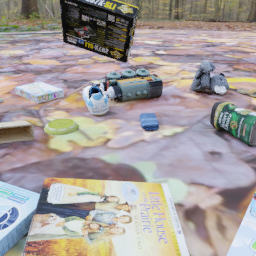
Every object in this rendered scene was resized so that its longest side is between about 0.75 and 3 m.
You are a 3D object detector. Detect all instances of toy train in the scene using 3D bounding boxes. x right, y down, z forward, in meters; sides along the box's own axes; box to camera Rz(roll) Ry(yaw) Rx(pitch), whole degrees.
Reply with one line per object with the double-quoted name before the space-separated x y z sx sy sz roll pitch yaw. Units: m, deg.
"toy train" 0.235 -2.010 13.408 2.970 1.266 1.693 -11 36 -23

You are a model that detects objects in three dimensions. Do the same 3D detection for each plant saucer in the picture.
"plant saucer" -2.436 -0.091 10.265 1.257 0.195 1.257 1 24 0

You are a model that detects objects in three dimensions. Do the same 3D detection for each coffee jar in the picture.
"coffee jar" 3.694 -0.227 9.561 0.841 1.028 1.971 -11 25 -24

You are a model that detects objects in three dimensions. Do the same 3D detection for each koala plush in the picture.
"koala plush" 4.234 -2.278 14.018 1.765 1.622 1.565 31 25 14

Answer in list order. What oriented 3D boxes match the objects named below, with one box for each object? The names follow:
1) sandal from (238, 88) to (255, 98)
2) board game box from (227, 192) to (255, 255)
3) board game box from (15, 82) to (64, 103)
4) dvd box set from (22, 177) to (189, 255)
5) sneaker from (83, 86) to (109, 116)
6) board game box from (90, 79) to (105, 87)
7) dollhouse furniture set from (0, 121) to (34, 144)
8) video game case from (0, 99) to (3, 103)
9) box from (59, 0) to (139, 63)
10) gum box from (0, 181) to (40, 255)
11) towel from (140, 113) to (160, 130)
"sandal" 6.178 -1.805 13.762 0.654 0.440 1.629 -18 30 -35
"board game box" 3.016 2.115 5.037 1.882 0.455 2.488 16 30 31
"board game box" -4.379 -1.792 13.820 2.145 0.367 1.442 22 33 40
"dvd box set" -0.389 1.762 5.385 2.730 0.401 1.998 5 28 -7
"sneaker" -1.431 -1.453 12.280 1.045 1.053 2.907 -7 24 -14
"board game box" -1.540 -2.547 15.736 1.007 0.174 0.682 -18 30 -34
"dollhouse furniture set" -4.000 0.192 8.217 2.386 1.891 1.693 -6 40 -20
"video game case" -6.732 -1.201 12.757 1.494 0.165 1.360 15 28 29
"box" -1.084 -3.661 10.077 2.659 2.123 0.656 19 60 3
"gum box" -2.792 1.872 5.633 1.577 0.413 1.856 10 26 22
"towel" 0.780 -0.229 10.464 0.653 0.284 1.170 -1 25 -2
